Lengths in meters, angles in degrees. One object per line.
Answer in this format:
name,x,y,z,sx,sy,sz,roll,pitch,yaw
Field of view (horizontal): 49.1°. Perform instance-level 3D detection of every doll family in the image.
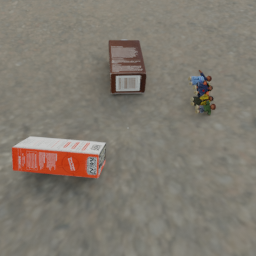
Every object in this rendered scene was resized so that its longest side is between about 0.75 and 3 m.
doll family,2.394,-1.122,8.877,0.829,1.434,0.563,-10,13,-17

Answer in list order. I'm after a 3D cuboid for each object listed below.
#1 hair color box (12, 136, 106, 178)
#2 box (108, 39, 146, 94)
hair color box,-1.658,0.700,6.997,2.075,0.635,1.053,4,13,5
box,-0.084,-2.252,10.059,1.211,0.906,2.418,-1,44,-4
